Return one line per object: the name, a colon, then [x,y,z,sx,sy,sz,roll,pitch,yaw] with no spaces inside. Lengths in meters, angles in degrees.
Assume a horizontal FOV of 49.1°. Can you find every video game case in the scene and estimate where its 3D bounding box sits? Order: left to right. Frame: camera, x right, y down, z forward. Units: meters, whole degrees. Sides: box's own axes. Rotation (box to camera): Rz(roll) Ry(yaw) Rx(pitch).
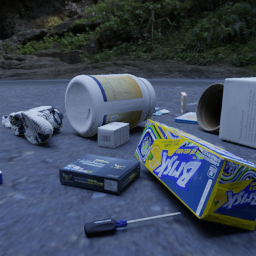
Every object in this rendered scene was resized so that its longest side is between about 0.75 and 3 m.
video game case: [3.112,-0.441,12.578,1.393,0.173,1.946,8,15,32]

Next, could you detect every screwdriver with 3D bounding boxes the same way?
screwdriver: [0.106,1.398,4.190,1.524,0.213,0.222,-5,-15,-12]

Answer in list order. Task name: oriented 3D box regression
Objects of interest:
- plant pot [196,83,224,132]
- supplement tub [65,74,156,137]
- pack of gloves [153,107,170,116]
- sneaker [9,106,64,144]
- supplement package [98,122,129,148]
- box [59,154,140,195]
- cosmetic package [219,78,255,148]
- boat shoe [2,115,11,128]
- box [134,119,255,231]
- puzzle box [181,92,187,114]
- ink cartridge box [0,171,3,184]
plant pot: [3.731,-0.622,10.465,1.562,1.800,1.800,13,6,-25]
supplement tub: [-0.580,-0.906,10.260,2.901,2.095,2.095,-11,16,-41]
pack of gloves: [1.419,-0.790,14.297,0.964,0.227,1.148,25,28,36]
sneaker: [-2.773,-0.229,9.543,1.711,1.049,2.629,-21,13,-37]
supplement package: [-0.434,0.204,8.730,0.589,0.591,1.007,6,14,25]
box: [-0.571,0.937,5.963,1.397,0.356,1.102,6,13,24]
cosmetic package: [4.459,-0.481,8.518,2.021,2.009,2.415,-9,16,-34]
boat shoe: [-4.749,-0.283,11.300,0.439,0.418,1.220,-9,16,-36]
box: [1.148,0.659,5.272,1.042,0.956,2.973,18,6,-19]
puzzle box: [2.917,-1.328,14.716,0.186,0.975,1.466,2,12,7]
ink cartridge box: [-3.180,0.970,6.045,0.555,0.261,1.180,-10,16,-41]
